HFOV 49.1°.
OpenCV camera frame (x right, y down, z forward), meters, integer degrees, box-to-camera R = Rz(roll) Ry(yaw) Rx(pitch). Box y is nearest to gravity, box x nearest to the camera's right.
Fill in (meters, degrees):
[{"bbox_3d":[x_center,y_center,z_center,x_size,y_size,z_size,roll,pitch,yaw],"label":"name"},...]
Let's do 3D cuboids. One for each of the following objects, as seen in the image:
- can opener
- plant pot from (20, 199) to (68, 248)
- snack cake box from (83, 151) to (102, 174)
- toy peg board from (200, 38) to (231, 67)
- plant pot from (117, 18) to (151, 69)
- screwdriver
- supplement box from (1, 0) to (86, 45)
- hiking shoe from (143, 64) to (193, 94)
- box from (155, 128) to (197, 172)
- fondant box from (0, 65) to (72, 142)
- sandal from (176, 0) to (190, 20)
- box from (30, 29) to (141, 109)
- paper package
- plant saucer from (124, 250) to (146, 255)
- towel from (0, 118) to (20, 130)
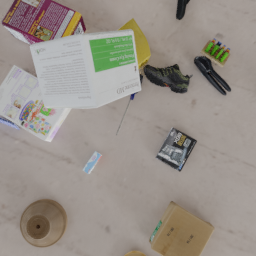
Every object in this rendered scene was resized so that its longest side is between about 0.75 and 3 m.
[{"bbox_3d":[3.478,-2.175,11.686,2.048,0.649,0.805,49,59,-2],"label":"can opener"},{"bbox_3d":[-3.323,3.701,10.766,1.842,0.850,1.842,0,81,0],"label":"plant pot"},{"bbox_3d":[-1.422,1.383,11.233,0.303,0.518,0.901,34,84,4],"label":"snack cake box"},{"bbox_3d":[3.755,-3.258,11.590,1.109,0.542,1.104,36,52,4],"label":"toy peg board"},{"bbox_3d":[0.075,-3.144,11.402,1.521,1.511,1.556,-41,90,-5],"label":"plant pot"},{"bbox_3d":[0.079,-0.958,11.640,0.404,0.387,2.777,20,83,-29],"label":"screwdriver"},{"bbox_3d":[-3.378,-4.181,11.517,2.716,1.401,1.778,26,84,3],"label":"supplement box"},{"bbox_3d":[1.646,-2.239,11.680,2.051,0.777,1.032,25,74,-5],"label":"hiking shoe"},{"bbox_3d":[1.952,0.869,11.376,1.142,0.360,1.448,30,84,4],"label":"box"},{"bbox_3d":[-3.884,-0.974,11.402,2.774,0.808,2.001,30,83,5],"label":"fondant box"},{"bbox_3d":[2.465,-5.530,12.179,0.416,0.654,1.739,11,90,-23],"label":"sandal"},{"bbox_3d":[-1.259,-1.869,8.887,2.386,2.374,2.044,4,111,36],"label":"box"},{"bbox_3d":[1.998,4.061,10.649,1.802,0.978,1.891,31,84,4],"label":"paper package"},{"bbox_3d":[0.275,5.336,10.865,1.173,0.208,1.173,0,82,0],"label":"plant saucer"},{"bbox_3d":[-4.949,-0.208,11.336,1.015,0.735,0.121,22,72,3],"label":"towel"}]
